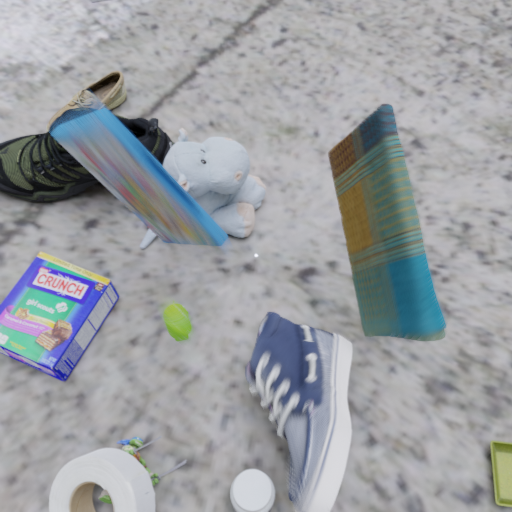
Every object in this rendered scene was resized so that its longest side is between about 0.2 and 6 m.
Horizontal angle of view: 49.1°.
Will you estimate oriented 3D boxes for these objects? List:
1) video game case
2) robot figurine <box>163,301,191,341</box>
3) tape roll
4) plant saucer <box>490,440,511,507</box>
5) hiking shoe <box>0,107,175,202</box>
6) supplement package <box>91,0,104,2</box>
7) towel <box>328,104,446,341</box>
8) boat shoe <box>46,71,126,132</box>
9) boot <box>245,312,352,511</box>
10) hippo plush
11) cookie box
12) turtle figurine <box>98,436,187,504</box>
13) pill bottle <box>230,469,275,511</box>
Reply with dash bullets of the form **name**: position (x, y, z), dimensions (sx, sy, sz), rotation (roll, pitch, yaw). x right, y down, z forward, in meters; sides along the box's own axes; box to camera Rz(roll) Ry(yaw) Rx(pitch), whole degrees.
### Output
- **video game case**: position (-1.437, -0.863, 6.874), dimensions (1.488, 2.079, 0.185), rotation (5, 55, 52)
- **robot figurine**: position (-0.997, 0.831, 7.088), dimensions (0.298, 0.516, 0.452), rotation (-10, 29, 7)
- **tape roll**: position (-1.828, 2.956, 6.659), dimensions (1.250, 0.437, 1.250), rotation (-2, 84, 22)
- **plant saucer**: position (3.424, 2.847, 7.216), dimensions (0.797, 0.191, 0.796), rotation (6, 59, 4)
- **hiking shoe**: position (-2.973, -1.782, 8.935), dimensions (3.356, 1.689, 1.271), rotation (-5, 69, 5)
- **supplement package**: position (-3.250, -6.644, 12.282), dimensions (1.194, 1.203, 1.585), rotation (-11, 60, -7)
- **towel**: position (1.503, -0.288, 6.793), dimensions (0.282, 1.904, 2.596), rotation (-10, 87, -12)
- **boat shoe**: position (-3.106, -2.787, 10.245), dimensions (0.642, 0.578, 1.779), rotation (41, 63, 11)
- **boot**: position (0.389, 1.768, 6.671), dimensions (1.255, 1.011, 2.778), rotation (22, 27, -1)
- **hippo plush**: position (-0.886, -1.310, 8.807), dimensions (2.125, 1.709, 1.693), rotation (-4, 59, -2)
- **cookie box**: position (-2.979, 0.852, 8.180), dimensions (1.291, 0.567, 1.510), rotation (20, 61, 13)
- **turtle figurine**: position (-1.485, 2.704, 7.005), dimensions (0.927, 0.667, 0.899), rotation (14, 52, 12)
- **pill bottle**: position (-0.040, 2.890, 6.749), dimensions (0.537, 0.943, 0.537), rotation (0, 59, 0)
